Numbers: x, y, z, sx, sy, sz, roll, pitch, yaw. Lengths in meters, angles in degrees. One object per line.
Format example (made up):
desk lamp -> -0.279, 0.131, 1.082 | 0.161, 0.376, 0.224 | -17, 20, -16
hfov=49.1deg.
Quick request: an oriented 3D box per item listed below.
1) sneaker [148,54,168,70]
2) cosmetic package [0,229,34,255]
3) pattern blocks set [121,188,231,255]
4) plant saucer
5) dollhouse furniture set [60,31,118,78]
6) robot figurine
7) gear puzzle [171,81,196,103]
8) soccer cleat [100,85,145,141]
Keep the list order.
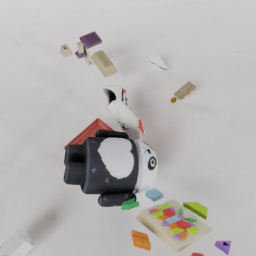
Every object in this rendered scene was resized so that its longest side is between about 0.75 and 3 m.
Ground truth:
sneaker -> 1.293, -2.729, 11.543 | 1.009, 0.404, 0.355 | 39, 10, 26
cosmetic package -> -2.314, 2.449, 5.478 | 0.837, 0.310, 0.426 | -46, 43, -15
pattern blocks set -> 0.860, 1.788, 5.271 | 2.117, 0.172, 1.860 | 20, 25, 37
plant saucer -> -0.759, 0.602, 7.638 | 1.427, 0.262, 1.424 | 39, 55, 8
dollhouse furniture set -> -1.429, -2.323, 10.703 | 1.527, 1.368, 1.927 | -29, 69, -18
robot figurine -> -0.375, 0.867, 6.497 | 2.152, 1.617, 1.343 | 4, 1, -15
gear puzzle -> 1.926, -1.198, 9.886 | 1.003, 0.131, 0.519 | -41, 46, 5
soccer cleat -> -0.197, -0.412, 8.185 | 0.869, 0.700, 2.040 | 2, 58, -47
